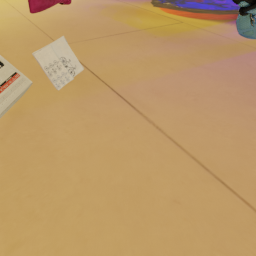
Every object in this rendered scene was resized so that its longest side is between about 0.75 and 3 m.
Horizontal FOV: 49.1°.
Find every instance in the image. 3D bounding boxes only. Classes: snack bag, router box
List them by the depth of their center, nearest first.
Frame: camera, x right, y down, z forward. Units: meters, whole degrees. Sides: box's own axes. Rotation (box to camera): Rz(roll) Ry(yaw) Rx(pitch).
[{"bbox_3d":[-2.551,-0.668,4.078,1.631,0.444,1.817,42,36,-17],"label":"router box"},{"bbox_3d":[-1.493,-1.456,6.236,0.106,0.931,0.987,-11,28,47],"label":"snack bag"}]

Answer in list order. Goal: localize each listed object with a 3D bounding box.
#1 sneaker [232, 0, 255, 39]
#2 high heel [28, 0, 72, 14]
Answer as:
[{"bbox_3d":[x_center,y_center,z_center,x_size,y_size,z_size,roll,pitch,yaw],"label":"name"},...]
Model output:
[{"bbox_3d":[1.809,-1.793,3.490,1.185,1.033,2.635,-4,-1,4],"label":"sneaker"},{"bbox_3d":[-2.155,-3.446,7.753,0.568,0.810,1.685,25,17,18],"label":"high heel"}]
